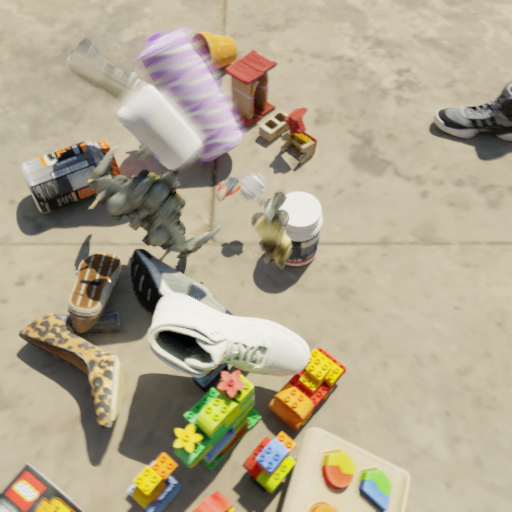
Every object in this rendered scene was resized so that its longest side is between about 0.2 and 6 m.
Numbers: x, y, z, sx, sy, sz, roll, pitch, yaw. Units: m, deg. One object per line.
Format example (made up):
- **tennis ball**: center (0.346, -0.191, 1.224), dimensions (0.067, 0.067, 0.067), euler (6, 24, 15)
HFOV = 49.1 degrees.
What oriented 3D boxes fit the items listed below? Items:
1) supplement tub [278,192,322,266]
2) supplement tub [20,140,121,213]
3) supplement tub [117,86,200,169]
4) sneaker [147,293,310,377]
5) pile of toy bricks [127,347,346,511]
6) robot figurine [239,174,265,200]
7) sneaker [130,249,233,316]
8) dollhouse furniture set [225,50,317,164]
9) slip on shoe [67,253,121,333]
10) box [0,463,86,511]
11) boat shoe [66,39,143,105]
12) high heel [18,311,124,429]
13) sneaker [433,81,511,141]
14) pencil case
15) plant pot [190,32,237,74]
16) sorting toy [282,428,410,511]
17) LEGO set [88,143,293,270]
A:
- **supplement tub**: center (0.708, -0.454, 9.753), dimensions (0.846, 1.205, 0.846), euler (0, 57, 0)
- **supplement tub**: center (-3.472, -1.540, 10.592), dimensions (1.639, 1.004, 1.004), euler (-24, 60, -16)
- **supplement tub**: center (-1.328, -1.751, 7.662), dimensions (0.661, 1.001, 0.661), euler (-31, 31, 22)
- **sneaker**: center (-0.358, 1.337, 7.684), dimensions (2.358, 0.869, 1.363), euler (18, 14, -5)
- **pile of toy bricks**: center (-0.379, 2.207, 7.635), dimensions (2.054, 1.828, 3.702), euler (36, 64, 21)
- **robot figurine**: center (-0.066, -1.175, 9.626), dimensions (0.429, 0.286, 0.506), euler (44, 94, 12)
- **sneaker**: center (-1.311, 0.651, 9.370), dimensions (2.230, 0.824, 0.884), euler (41, 44, 22)
- **dollhouse furniture set**: center (0.434, -3.068, 11.483), dimensions (2.225, 1.197, 0.905), euler (38, 62, 21)
- **slip on shoe**: center (-2.695, 0.569, 9.367), dimensions (0.680, 0.542, 1.788), euler (9, 31, -8)
- **box**: center (-2.534, 4.320, 7.003), dimensions (2.888, 0.576, 1.977), euler (30, 62, 18)
- **boat shoe**: center (-2.220, -2.983, 9.538), dimensions (1.904, 0.692, 0.597), euler (28, 70, -25)
- **high heel**: center (-2.848, 1.750, 8.491), dimensions (1.587, 0.795, 2.226), euler (-5, 40, -11)
- **sneaker**: center (4.757, -3.024, 11.474), dimensions (2.008, 1.142, 0.758), euler (8, 57, 5)
- **pencil case**: center (-1.192, -2.995, 10.616), dimensions (1.042, 2.482, 1.061), euler (-27, 31, 4)
- **plant pot**: center (-0.917, -4.645, 12.776), dimensions (0.825, 0.901, 0.901), euler (-20, 58, -31)
- **sorting toy**: center (1.246, 3.334, 7.534), dimensions (1.674, 0.305, 1.549), euler (27, 58, -8)
- **LEGO set**: center (-1.295, -0.612, 8.687), dimensions (3.808, 2.473, 1.079), euler (6, 49, 39)
